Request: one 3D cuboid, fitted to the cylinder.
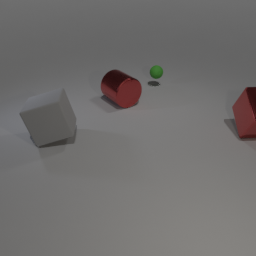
[{"bbox_3d":[-0.320,-1.812,12.827,1.400,1.400,1.400,-20,37,-30],"label":"cylinder"}]

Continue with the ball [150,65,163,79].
[{"bbox_3d":[1.483,-2.912,14.589,0.700,0.700,0.700,0,30,0],"label":"ball"}]

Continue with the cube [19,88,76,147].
[{"bbox_3d":[-2.786,-0.409,10.050,1.400,1.400,1.400,-16,28,3],"label":"cube"}]

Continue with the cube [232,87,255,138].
[{"bbox_3d":[4.831,-0.545,10.161,1.400,1.400,1.400,-2,64,-3],"label":"cube"}]
